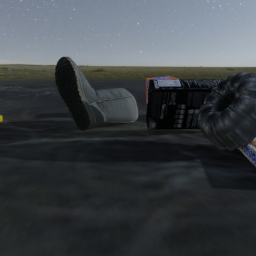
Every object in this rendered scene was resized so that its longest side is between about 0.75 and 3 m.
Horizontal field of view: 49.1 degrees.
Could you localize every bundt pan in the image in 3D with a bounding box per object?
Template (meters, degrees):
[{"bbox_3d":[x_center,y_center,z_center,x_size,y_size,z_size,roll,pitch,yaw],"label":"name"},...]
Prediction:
[{"bbox_3d":[1.861,-0.387,5.011,0.572,1.525,1.525,34,1,-19],"label":"bundt pan"}]

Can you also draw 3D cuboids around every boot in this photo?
[{"bbox_3d":[-0.674,-0.890,7.114,0.770,1.929,2.122,-18,2,39],"label":"boot"}]

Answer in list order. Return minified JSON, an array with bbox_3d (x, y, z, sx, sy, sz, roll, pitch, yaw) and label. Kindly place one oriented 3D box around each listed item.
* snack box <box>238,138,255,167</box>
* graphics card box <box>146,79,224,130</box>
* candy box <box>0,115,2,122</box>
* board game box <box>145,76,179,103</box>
[{"bbox_3d":[2.329,0.413,4.463,0.770,0.261,2.143,1,12,7],"label":"snack box"},{"bbox_3d":[1.349,-0.511,6.332,1.828,1.147,0.465,-2,41,-3],"label":"graphics card box"},{"bbox_3d":[-4.171,-0.146,7.246,0.836,0.216,1.636,5,11,17],"label":"candy box"},{"bbox_3d":[1.117,-1.188,9.092,0.854,0.853,0.854,-8,16,-12],"label":"board game box"}]
